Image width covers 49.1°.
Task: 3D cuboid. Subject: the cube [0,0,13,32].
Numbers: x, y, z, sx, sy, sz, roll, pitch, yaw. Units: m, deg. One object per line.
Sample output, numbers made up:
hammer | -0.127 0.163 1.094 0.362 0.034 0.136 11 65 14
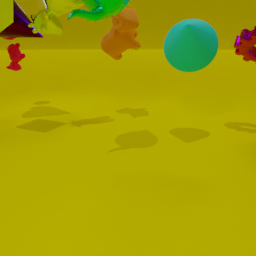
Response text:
cube | -3.356 -2.833 6.453 0.969 0.969 0.969 30 53 -2

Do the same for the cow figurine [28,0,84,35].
cow figurine | -1.809 -3.066 6.756 1.541 1.566 0.860 -31 55 -15

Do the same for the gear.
gear | 3.434 -1.993 6.933 1.506 0.279 1.506 19 -7 2

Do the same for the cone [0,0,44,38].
cone | -3.289 -3.077 8.294 1.660 1.653 1.653 25 14 -11

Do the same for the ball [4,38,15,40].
ball | -4.286 -3.545 10.028 0.747 0.747 0.747 0 17 0

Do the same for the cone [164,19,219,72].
cone | 1.271 -1.908 5.816 1.228 1.228 1.233 5 -1 15

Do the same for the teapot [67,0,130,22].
teapot | -0.446 -2.593 4.921 1.001 2.045 1.272 26 -14 -31

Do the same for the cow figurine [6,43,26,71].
cow figurine | -4.021 -2.480 9.878 0.876 0.890 0.489 -15 13 36

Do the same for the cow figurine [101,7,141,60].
cow figurine | -0.301 -2.880 8.521 1.695 0.931 1.668 -24 -21 30
